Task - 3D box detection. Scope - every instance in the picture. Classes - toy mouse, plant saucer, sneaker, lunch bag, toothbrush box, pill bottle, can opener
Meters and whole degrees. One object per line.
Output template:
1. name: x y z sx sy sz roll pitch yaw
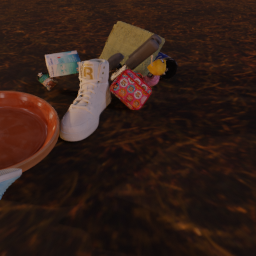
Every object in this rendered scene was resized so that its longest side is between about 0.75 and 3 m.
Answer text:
1. toy mouse: 0.471 -1.472 8.715 1.834 0.399 2.063 -30 -8 26
2. plant saucer: -3.032 0.117 6.224 2.956 0.477 2.956 4 39 -3
3. sneaker: -2.508 -1.490 8.679 0.407 0.456 1.140 -43 3 -6
4. lunch bag: 0.121 -1.108 7.800 0.924 1.049 0.430 -54 20 -8
5. toothbrush box: -1.913 -1.909 8.311 0.957 0.408 0.701 -13 44 -13
6. pill bottle: 1.145 -2.372 10.319 0.785 0.785 1.403 -13 34 -20
7. sneaker: -1.125 -0.922 7.217 0.977 1.533 2.652 6 33 10
8. sneaker: -2.237 1.015 4.702 0.420 0.465 1.136 1 12 25
9. can opener: 0.040 -2.300 8.996 2.305 0.771 0.615 -30 27 46

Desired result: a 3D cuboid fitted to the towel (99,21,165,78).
1. towel: 0.079 -2.877 10.311 2.380 1.766 0.434 29 6 31
